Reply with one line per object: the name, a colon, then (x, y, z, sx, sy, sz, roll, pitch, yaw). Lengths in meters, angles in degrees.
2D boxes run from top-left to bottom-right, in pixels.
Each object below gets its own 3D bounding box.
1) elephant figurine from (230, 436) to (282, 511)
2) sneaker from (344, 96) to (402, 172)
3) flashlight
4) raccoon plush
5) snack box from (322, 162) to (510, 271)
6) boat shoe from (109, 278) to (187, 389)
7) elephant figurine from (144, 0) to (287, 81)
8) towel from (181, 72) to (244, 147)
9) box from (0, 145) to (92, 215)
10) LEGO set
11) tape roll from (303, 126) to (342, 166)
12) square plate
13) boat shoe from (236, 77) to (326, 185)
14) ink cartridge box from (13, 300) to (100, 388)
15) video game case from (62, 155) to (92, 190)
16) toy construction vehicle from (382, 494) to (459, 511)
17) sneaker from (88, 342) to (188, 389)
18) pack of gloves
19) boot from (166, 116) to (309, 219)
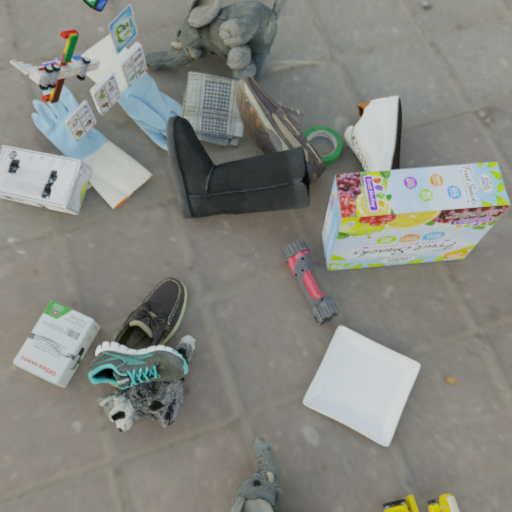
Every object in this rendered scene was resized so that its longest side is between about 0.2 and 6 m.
elephant figurine: (0.096, 4.360, 9.362, 1.995, 1.548, 1.411, 38, 116, 25)
sneaker: (2.500, -2.169, 12.213, 1.191, 1.024, 2.813, 1, 64, 21)
flashlight: (1.109, 0.504, 11.204, 0.570, 0.568, 1.677, -24, 68, -12)
raccoon plush: (-2.018, 2.364, 10.467, 1.318, 0.951, 1.966, 7, 42, 16)
snack box: (2.837, -0.669, 10.648, 2.911, 2.455, 0.985, -3, 68, -1)
boat shoe: (-2.082, 1.415, 10.691, 0.871, 0.771, 2.379, 24, 71, 8)
elephant figurine: (-1.038, -5.187, 13.024, 2.740, 1.939, 2.126, 26, 40, 27)
towel: (-0.922, -3.222, 12.381, 1.418, 0.254, 1.473, 7, 98, -17)
box: (-4.575, -1.601, 11.873, 1.892, 0.569, 1.104, 11, 79, 11)
LEGO set: (-3.296, -3.807, 10.925, 0.781, 3.182, 2.377, 38, 79, 4)
tape roll: (1.461, -2.479, 12.616, 0.940, 0.226, 0.940, 0, 67, 1)
square plate: (1.993, 2.426, 10.572, 1.721, 0.245, 1.705, 25, 69, 10)
boat shoe: (0.531, -2.687, 12.155, 1.004, 1.021, 2.740, -32, 92, -18)
ink cartridge box: (-3.785, 1.691, 10.698, 0.997, 0.565, 1.360, 24, 69, 9)
video game case: (-4.214, -1.707, 12.344, 1.137, 0.130, 1.035, -36, 72, -14)
toy construction vehicle: (2.909, 4.676, 9.593, 1.273, 0.448, 1.108, -12, 57, -8)
sneaker: (-2.064, 1.991, 9.596, 1.794, 0.696, 0.818, 0, 27, 16)
pack of gloves: (-3.204, -3.021, 12.720, 2.748, 0.645, 3.271, -42, 83, -11)
boot: (-0.313, -1.868, 11.273, 2.669, 2.200, 0.876, -4, 23, 15)
